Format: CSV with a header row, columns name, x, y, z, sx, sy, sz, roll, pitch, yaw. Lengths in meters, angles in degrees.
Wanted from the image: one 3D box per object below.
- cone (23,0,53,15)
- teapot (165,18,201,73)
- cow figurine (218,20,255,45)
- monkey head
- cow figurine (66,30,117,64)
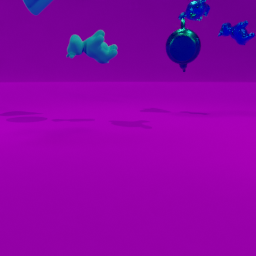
name,x,y,z,sx,sy,sz,roll,pitch,yaw
cone,-2.245,-4.139,8.127,1.388,1.382,1.382,-9,9,8
teapot,1.950,-2.822,9.858,1.210,1.946,0.953,1,25,15
cow figurine,3.446,-3.029,9.025,0.543,0.989,0.973,-25,-5,-34
monkey head,2.357,-4.208,9.744,0.751,0.897,1.247,7,-23,-39
cow figurine,-1.016,-2.108,7.605,1.155,1.173,0.644,-33,35,24
